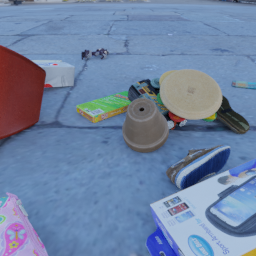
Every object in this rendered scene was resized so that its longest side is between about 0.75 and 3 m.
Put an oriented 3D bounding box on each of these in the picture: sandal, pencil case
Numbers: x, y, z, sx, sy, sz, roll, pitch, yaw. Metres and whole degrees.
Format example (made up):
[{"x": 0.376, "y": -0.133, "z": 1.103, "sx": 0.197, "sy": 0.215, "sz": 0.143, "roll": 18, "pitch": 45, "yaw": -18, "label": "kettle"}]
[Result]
[{"x": 2.989, "y": -0.456, "z": 8.914, "sx": 0.861, "sy": 0.575, "sz": 2.108, "roll": -13, "pitch": 46, "yaw": -24, "label": "sandal"}, {"x": -1.729, "y": 1.870, "z": 4.299, "sx": 0.896, "sy": 0.896, "sz": 2.050, "roll": -19, "pitch": 35, "yaw": -31, "label": "pencil case"}]

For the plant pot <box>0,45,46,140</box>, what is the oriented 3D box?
[{"x": -3.863, "y": -1.096, "z": 8.093, "sx": 2.520, "sy": 2.523, "sz": 2.223, "roll": 16, "pitch": 9, "yaw": 27, "label": "plant pot"}]

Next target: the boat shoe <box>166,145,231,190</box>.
[{"x": 1.660, "y": 0.759, "z": 6.541, "sx": 1.828, "sy": 0.660, "sz": 0.662, "roll": -20, "pitch": 33, "yaw": -32, "label": "boat shoe"}]

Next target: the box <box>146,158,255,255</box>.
[{"x": 1.713, "y": 1.481, "z": 4.620, "sx": 2.892, "sy": 0.600, "sz": 1.722, "roll": -19, "pitch": 22, "yaw": -12, "label": "box"}]

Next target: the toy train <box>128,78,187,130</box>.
[{"x": 0.894, "y": -0.731, "z": 8.676, "sx": 1.170, "sy": 0.875, "sz": 2.054, "roll": -23, "pitch": 59, "yaw": -24, "label": "toy train"}]

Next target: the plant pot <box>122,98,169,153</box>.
[{"x": 0.420, "y": -0.175, "z": 7.245, "sx": 1.280, "sy": 1.116, "sz": 1.280, "roll": -4, "pitch": 56, "yaw": 6, "label": "plant pot"}]

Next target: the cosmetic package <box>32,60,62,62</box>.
[{"x": -3.700, "y": -2.547, "z": 12.356, "sx": 1.555, "sy": 0.805, "sz": 0.568, "roll": 2, "pitch": 28, "yaw": 2, "label": "cosmetic package"}]

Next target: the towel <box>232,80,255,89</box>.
[{"x": 4.892, "y": -1.825, "z": 11.768, "sx": 0.965, "sy": 0.105, "sz": 0.707, "roll": 10, "pitch": 30, "yaw": 17, "label": "towel"}]

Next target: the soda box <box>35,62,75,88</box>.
[{"x": -3.349, "y": -2.090, "z": 11.008, "sx": 2.505, "sy": 0.855, "sz": 0.795, "roll": -12, "pitch": 31, "yaw": -44, "label": "soda box"}]

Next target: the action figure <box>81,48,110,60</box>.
[{"x": -1.719, "y": -4.110, "z": 15.474, "sx": 1.652, "sy": 0.573, "sz": 1.075, "roll": -14, "pitch": 25, "yaw": -29, "label": "action figure"}]

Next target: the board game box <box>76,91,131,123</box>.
[{"x": -0.562, "y": -0.794, "z": 9.706, "sx": 2.216, "sy": 0.332, "sz": 1.058, "roll": -24, "pitch": 38, "yaw": -33, "label": "board game box"}]

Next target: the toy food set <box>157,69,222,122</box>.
[{"x": 1.773, "y": -0.957, "z": 8.105, "sx": 1.858, "sy": 0.452, "sz": 1.840, "roll": 7, "pitch": 59, "yaw": 3, "label": "toy food set"}]
